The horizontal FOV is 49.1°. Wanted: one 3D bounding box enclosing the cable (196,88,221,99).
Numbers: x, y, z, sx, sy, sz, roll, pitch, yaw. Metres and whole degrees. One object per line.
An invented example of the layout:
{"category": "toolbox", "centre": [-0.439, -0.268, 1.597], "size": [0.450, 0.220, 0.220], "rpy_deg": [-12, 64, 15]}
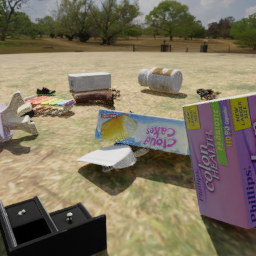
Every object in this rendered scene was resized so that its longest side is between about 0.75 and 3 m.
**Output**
{"category": "cable", "centre": [4.387, -1.930, 16.145], "size": [1.053, 0.546, 2.168], "rpy_deg": [-21, 11, -9]}

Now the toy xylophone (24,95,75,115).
{"category": "toy xylophone", "centre": [-3.641, -1.149, 13.300], "size": [2.397, 0.602, 1.755], "rpy_deg": [4, 19, 9]}

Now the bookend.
{"category": "bookend", "centre": [-1.402, 1.708, 5.007], "size": [1.548, 0.713, 1.538], "rpy_deg": [-11, 22, -29]}

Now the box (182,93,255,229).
{"category": "box", "centre": [2.687, 0.420, 5.854], "size": [2.623, 2.307, 1.268], "rpy_deg": [-11, 3, -28]}

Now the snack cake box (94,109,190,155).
{"category": "snack cake box", "centre": [0.617, 0.120, 8.466], "size": [2.792, 0.938, 1.605], "rpy_deg": [9, -2, 23]}

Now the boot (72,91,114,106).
{"category": "boot", "centre": [-1.817, -1.505, 14.224], "size": [2.168, 0.696, 2.020], "rpy_deg": [-1, 12, -5]}

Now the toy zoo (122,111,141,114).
{"category": "toy zoo", "centre": [-0.005, -0.603, 12.502], "size": [0.992, 0.102, 0.651], "rpy_deg": [7, 21, 19]}

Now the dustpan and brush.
{"category": "dustpan and brush", "centre": [-0.152, 0.803, 7.981], "size": [1.528, 0.627, 2.190], "rpy_deg": [2, 21, 46]}

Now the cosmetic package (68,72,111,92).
{"category": "cosmetic package", "centre": [-2.423, -2.979, 17.903], "size": [2.457, 0.997, 1.387], "rpy_deg": [-13, 21, -30]}

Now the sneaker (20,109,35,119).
{"category": "sneaker", "centre": [-4.641, -0.439, 11.599], "size": [1.444, 0.580, 0.623], "rpy_deg": [-12, 5, -39]}

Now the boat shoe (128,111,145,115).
{"category": "boat shoe", "centre": [0.153, -0.495, 11.682], "size": [1.328, 0.440, 0.496], "rpy_deg": [11, 22, 29]}

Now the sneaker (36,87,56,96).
{"category": "sneaker", "centre": [-4.775, -2.141, 16.293], "size": [1.168, 0.489, 0.448], "rpy_deg": [-1, 19, -3]}

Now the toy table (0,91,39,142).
{"category": "toy table", "centre": [-3.940, -0.339, 9.758], "size": [1.093, 1.716, 1.867], "rpy_deg": [-18, 42, -5]}

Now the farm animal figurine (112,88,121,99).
{"category": "farm animal figurine", "centre": [-0.822, -1.843, 15.601], "size": [0.856, 0.451, 0.866], "rpy_deg": [-18, 29, -12]}

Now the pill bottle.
{"category": "pill bottle", "centre": [1.951, -2.977, 17.243], "size": [2.503, 1.431, 1.431], "rpy_deg": [14, 24, 32]}
